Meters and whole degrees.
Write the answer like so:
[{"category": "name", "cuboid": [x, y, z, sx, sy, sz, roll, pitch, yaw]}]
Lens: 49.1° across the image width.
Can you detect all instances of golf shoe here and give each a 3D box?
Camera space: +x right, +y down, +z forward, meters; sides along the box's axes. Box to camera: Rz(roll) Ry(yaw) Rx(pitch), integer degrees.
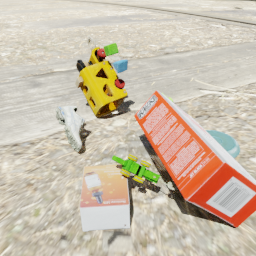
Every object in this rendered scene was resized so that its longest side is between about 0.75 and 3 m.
[{"category": "golf shoe", "cuboid": [-1.347, -0.058, 7.174, 0.662, 0.533, 1.362, -17, 65, -25]}]

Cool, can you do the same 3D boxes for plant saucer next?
[{"category": "plant saucer", "cuboid": [2.256, 0.394, 7.361, 1.352, 0.185, 1.352, 0, 31, 0]}]

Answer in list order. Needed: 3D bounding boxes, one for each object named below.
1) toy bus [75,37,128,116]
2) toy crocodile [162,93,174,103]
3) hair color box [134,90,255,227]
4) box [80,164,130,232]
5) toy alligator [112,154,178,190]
[{"category": "toy bus", "cuboid": [-1.020, -1.507, 8.664, 1.176, 2.148, 2.276, -25, 34, -26]}, {"category": "toy crocodile", "cuboid": [1.306, -0.628, 8.596, 0.390, 0.357, 1.156, -30, 68, -5]}, {"category": "hair color box", "cuboid": [1.304, 0.442, 5.779, 1.502, 0.906, 2.960, 33, 16, -29]}, {"category": "box", "cuboid": [-0.423, 1.289, 5.346, 0.875, 0.611, 1.149, -3, 30, -3]}, {"category": "toy alligator", "cuboid": [0.311, 0.849, 5.273, 1.330, 0.394, 0.361, 24, -10, 6]}]
